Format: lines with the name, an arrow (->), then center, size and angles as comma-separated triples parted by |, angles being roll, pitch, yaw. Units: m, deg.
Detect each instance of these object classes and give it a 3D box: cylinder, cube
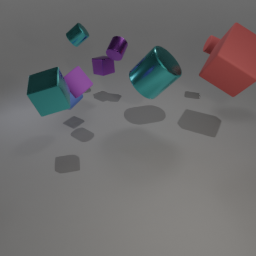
cylinder -> -0.443, -3.180, 11.216 | 0.700, 0.700, 0.700 | 13, 68, 20
cube -> 3.372, -2.101, 8.852 | 1.400, 1.400, 1.400 | 32, 72, 0
cylinder -> -1.525, -1.370, 8.393 | 0.700, 0.700, 0.700 | -37, 14, 11
cylinder -> -2.159, -1.161, 10.459 | 0.700, 0.700, 0.700 | 24, 60, 33
cylinder -> -2.087, -3.857, 11.614 | 0.700, 0.700, 0.700 | -34, 26, 19
cylinder -> 0.990, -2.003, 10.220 | 1.400, 1.400, 1.400 | 29, 40, -28
cube -> -1.738, -0.801, 6.210 | 0.700, 0.700, 0.700 | -16, 47, 3
cube -> -1.076, -2.739, 12.282 | 0.700, 0.700, 0.700 | -26, 32, -38
cylinder -> 3.555, -3.330, 11.481 | 0.700, 0.700, 0.700 | 22, 32, -5
